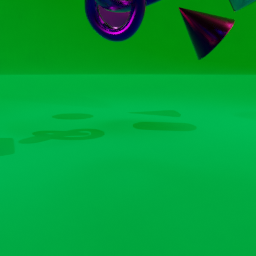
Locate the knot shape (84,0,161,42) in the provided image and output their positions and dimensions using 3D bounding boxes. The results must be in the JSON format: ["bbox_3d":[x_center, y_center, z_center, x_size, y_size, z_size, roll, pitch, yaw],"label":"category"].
[{"bbox_3d":[-0.124,-2.647,5.191,1.872,0.865,1.752,-28,-36,13],"label":"knot shape"}]

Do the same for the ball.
[{"bbox_3d":[-0.319,-3.146,7.847,1.194,1.194,1.194,0,12,0],"label":"ball"}]

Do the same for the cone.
[{"bbox_3d":[2.120,-3.177,8.558,1.534,1.528,1.528,38,9,-8],"label":"cone"}]

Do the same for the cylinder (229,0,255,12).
[{"bbox_3d":[2.634,-3.329,6.108,1.103,1.103,1.103,-28,9,5],"label":"cylinder"}]
